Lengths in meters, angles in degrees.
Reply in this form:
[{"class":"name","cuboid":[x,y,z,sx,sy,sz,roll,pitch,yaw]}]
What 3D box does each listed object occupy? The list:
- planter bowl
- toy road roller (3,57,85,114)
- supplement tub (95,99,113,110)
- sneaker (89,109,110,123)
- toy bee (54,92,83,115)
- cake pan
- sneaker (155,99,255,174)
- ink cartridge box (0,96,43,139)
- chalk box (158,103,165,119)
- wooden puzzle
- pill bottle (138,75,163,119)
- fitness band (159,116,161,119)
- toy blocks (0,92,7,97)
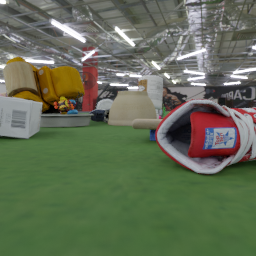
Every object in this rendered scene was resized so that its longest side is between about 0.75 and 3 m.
[{"class":"planter bowl","cuboid":[0.172,-0.698,9.767,1.738,1.169,1.738,1,5,0]},{"class":"toy road roller","cuboid":[-2.776,-1.491,9.850,1.945,1.637,2.664,-24,-21,14]},{"class":"supplement tub","cuboid":[-1.065,-0.866,13.304,0.988,0.988,1.612,-1,4,-10]},{"class":"sneaker","cuboid":[-0.993,-0.483,10.883,1.476,0.561,1.067,2,2,13]},{"class":"toy bee","cuboid":[-2.092,-0.722,9.341,0.813,1.495,0.979,-3,45,-26]},{"class":"cake pan","cuboid":[-2.180,-0.271,9.173,2.106,0.386,2.106,0,4,0]},{"class":"sneaker","cuboid":[1.223,0.043,2.671,1.952,0.695,1.098,-6,-3,24]},{"class":"ink cartridge box","cuboid":[-2.728,-0.303,5.925,1.564,0.747,1.782,7,2,-11]},{"class":"chalk box","cuboid":[1.338,-0.900,14.814,1.359,0.846,0.841,-1,5,-28]},{"class":"wooden puzzle","cuboid":[1.048,0.058,5.079,1.506,0.376,1.626,2,0,26]},{"class":"pill bottle","cuboid":[0.858,-1.116,10.974,0.976,1.708,0.976,3,-5,0]},{"class":"fitness band","cuboid":[0.897,-0.523,13.573,1.449,0.271,1.041,0,4,-21]},{"class":"toy blocks","cuboid":[-5.203,-1.306,10.882,1.827,2.170,2.028,-6,3,12]}]
